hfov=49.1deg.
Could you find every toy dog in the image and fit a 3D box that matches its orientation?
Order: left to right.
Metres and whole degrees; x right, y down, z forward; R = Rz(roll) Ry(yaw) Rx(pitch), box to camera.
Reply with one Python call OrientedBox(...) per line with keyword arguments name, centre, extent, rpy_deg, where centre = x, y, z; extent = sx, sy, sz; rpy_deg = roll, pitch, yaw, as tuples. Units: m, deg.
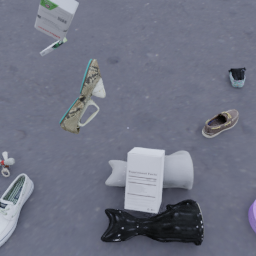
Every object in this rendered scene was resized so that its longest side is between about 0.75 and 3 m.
OrientedBox(name="toy dog", centre=(-4.380, 1.176, 9.689), extent=(1.106, 0.729, 0.533), rpy_deg=(16, 13, 8))

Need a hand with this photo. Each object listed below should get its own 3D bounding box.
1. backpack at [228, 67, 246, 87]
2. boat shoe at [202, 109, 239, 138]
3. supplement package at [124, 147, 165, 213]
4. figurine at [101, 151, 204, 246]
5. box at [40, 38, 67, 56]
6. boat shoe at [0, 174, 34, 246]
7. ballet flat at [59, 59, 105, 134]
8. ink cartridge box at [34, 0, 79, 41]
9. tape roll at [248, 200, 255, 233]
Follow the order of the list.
OrientedBox(name="backpack", centre=(4.928, -2.261, 12.539), extent=(0.755, 0.573, 0.905), rpy_deg=(-6, 47, 16))
OrientedBox(name="boat shoe", centre=(3.669, -0.284, 10.875), extent=(1.873, 0.557, 0.673), rpy_deg=(-28, 55, -21))
OrientedBox(name="supplement package", centre=(0.507, 1.486, 8.252), extent=(0.987, 1.649, 1.000), rpy_deg=(5, 6, 13))
OrientedBox(name="figurine", centre=(0.640, 2.074, 8.564), extent=(2.811, 1.240, 2.881), rpy_deg=(-3, 49, 3))
OrientedBox(name="box", centre=(-3.032, -3.323, 11.438), extent=(0.746, 0.188, 1.034), rpy_deg=(-13, 31, 34))
OrientedBox(name="boat shoe", centre=(-3.678, 2.401, 8.467), extent=(0.836, 0.759, 2.272), rpy_deg=(9, 50, 8))
OrientedBox(name="ballet flat", centre=(-0.915, -0.643, 6.378), extent=(0.677, 1.799, 0.610), rpy_deg=(28, 15, -4))
OrientedBox(name="ink cartridge box", centre=(-2.245, -3.494, 8.708), extent=(0.993, 1.359, 0.573), rpy_deg=(25, 61, -17))
OrientedBox(name="tape roll", centre=(4.432, 2.711, 8.397), extent=(1.458, 0.478, 1.458), rpy_deg=(0, 50, 0))
